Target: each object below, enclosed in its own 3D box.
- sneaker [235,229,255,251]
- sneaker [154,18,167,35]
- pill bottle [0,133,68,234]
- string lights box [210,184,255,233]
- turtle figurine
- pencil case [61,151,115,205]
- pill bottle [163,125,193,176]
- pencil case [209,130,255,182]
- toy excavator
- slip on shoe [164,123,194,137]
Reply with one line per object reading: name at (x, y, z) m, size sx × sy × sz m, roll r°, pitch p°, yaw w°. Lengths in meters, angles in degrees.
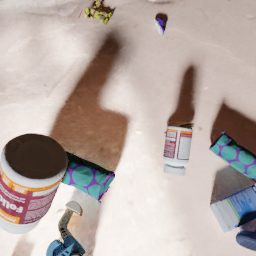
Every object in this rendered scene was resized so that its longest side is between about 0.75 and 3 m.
sneaker at (4.146, 3.054, 8.009) m, size 2.241 × 0.829 × 0.922 m, roll 6°, pitch 61°, yaw -4°
sneaker at (1.442, -4.351, 11.848) m, size 0.458 × 0.320 × 0.922 m, roll -15°, pitch 65°, yaw -8°
pill bottle at (-2.693, 1.585, 7.453) m, size 1.569 × 2.748 × 1.569 m, roll 17°, pitch 39°, yaw -15°
string lights box at (3.488, 2.376, 8.466) m, size 1.725 × 0.508 × 0.886 m, roll -21°, pitch 66°, yaw -10°
turtle figurine at (-1.395, -4.864, 12.005) m, size 1.208 × 0.483 × 1.498 m, roll 26°, pitch 56°, yaw 3°
pencil case at (-1.664, 1.374, 8.624) m, size 2.398 × 1.108 × 1.021 m, roll 22°, pitch 53°, yaw 11°
pill bottle at (1.505, 0.681, 8.615) m, size 0.804 × 0.804 × 1.468 m, roll 7°, pitch 92°, yaw 4°
pencil case at (3.600, 0.911, 9.021) m, size 1.864 × 0.793 × 0.861 m, roll 38°, pitch 50°, yaw 16°
toy excavator at (-1.758, 3.243, 7.917) m, size 1.808 × 0.929 × 1.859 m, roll -36°, pitch 60°, yaw -17°
slip on shoe at (1.789, 0.130, 9.649) m, size 1.125 × 0.428 × 0.341 m, roll -21°, pitch 96°, yaw -17°
